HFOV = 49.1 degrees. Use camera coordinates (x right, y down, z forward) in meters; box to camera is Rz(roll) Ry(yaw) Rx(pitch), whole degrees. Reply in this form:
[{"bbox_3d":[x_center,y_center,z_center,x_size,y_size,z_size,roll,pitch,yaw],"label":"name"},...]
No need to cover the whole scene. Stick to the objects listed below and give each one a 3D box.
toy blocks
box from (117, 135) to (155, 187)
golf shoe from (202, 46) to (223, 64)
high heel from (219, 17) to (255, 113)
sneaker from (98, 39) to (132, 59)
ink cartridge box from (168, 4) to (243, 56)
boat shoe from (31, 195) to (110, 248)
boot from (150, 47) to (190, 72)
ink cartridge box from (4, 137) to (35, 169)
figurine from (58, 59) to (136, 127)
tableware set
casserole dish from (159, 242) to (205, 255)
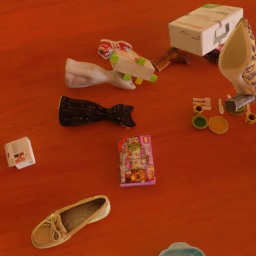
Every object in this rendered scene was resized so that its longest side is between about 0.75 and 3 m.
[{"bbox_3d":[0.088,-2.534,10.615,1.992,0.995,1.362,12,35,-26],"label":"toy blocks"},{"bbox_3d":[0.248,1.079,9.373,1.141,0.326,1.668,-4,62,-2],"label":"box"},{"bbox_3d":[3.829,-2.980,11.422,1.788,0.649,0.823,17,41,6],"label":"golf shoe"},{"bbox_3d":[3.054,-1.661,7.203,0.818,2.291,1.633,19,33,41],"label":"high heel"},{"bbox_3d":[-0.576,-3.205,11.541,1.389,0.495,0.781,12,59,14],"label":"sneaker"},{"bbox_3d":[3.085,-4.005,11.239,2.428,1.021,1.772,-33,43,-22],"label":"ink cartridge box"},{"bbox_3d":[-1.692,2.703,8.263,2.473,0.778,0.902,-21,64,-11],"label":"boat shoe"},{"bbox_3d":[1.711,-2.658,11.296,1.268,0.434,1.194,-34,68,-16],"label":"boot"},{"bbox_3d":[-3.661,0.866,9.460,0.790,0.377,0.900,-19,64,-10],"label":"ink cartridge box"},{"bbox_3d":[-1.008,-1.276,10.302,2.674,1.180,2.741,5,62,-7],"label":"figurine"},{"bbox_3d":[3.472,-0.511,10.209,2.271,0.349,1.530,4,63,2],"label":"tableware set"},{"bbox_3d":[1.539,4.367,7.580,1.414,0.453,2.334,-4,63,-2],"label":"casserole dish"}]
